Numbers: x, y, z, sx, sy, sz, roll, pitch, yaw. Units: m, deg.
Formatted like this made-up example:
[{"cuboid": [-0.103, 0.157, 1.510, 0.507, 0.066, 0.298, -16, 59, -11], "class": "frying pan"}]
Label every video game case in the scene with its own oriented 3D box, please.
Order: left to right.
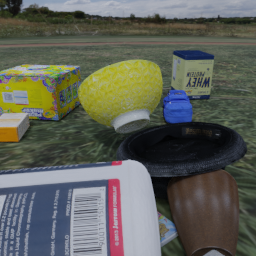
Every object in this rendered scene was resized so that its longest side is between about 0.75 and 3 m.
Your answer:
[{"cuboid": [0.347, 1.707, 4.699, 0.836, 0.092, 0.761, -17, 28, -35], "class": "video game case"}]

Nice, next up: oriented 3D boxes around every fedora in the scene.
[{"cuboid": [1.018, 0.711, 5.428, 2.401, 1.096, 2.401, -8, 20, 3], "class": "fedora"}]

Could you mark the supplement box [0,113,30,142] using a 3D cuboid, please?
[{"cuboid": [-3.536, -0.031, 8.435, 0.804, 0.469, 1.276, -1, 22, -3], "class": "supplement box"}]

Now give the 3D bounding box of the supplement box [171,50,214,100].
[{"cuboid": [2.770, -2.380, 12.343, 1.236, 1.839, 1.841, -3, 22, -7], "class": "supplement box"}]

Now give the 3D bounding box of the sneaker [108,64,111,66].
[{"cuboid": [-1.016, -2.273, 12.866, 1.092, 1.253, 2.785, 10, 24, 24], "class": "sneaker"}]

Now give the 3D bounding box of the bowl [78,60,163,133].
[{"cuboid": [-0.054, -0.572, 6.956, 2.203, 1.186, 2.203, -15, -17, -5], "class": "bowl"}]

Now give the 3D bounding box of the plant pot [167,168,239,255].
[{"cuboid": [1.193, 1.422, 4.253, 1.169, 1.169, 1.251, 2, 34, 5], "class": "plant pot"}]

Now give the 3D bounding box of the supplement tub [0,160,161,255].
[{"cuboid": [-0.976, 1.349, 3.137, 2.589, 1.817, 1.817, -5, 22, 1], "class": "supplement tub"}]

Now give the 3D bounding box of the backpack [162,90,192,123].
[{"cuboid": [1.624, -0.682, 9.365, 0.986, 1.018, 1.213, -5, 25, 7], "class": "backpack"}]

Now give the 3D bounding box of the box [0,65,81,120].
[{"cuboid": [-3.309, -1.434, 10.462, 2.490, 1.519, 2.398, 4, 22, 11], "class": "box"}]
